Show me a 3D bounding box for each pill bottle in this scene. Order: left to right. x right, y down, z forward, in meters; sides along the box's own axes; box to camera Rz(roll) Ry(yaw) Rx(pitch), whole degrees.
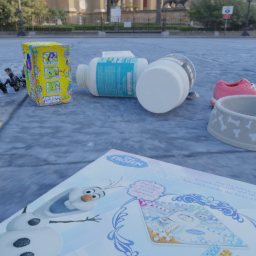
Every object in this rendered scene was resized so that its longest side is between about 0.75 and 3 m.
[{"bbox_3d":[-0.554,-1.865,10.300,2.530,1.401,1.401,2,21,6],"label":"pill bottle"},{"bbox_3d":[1.273,-1.486,9.081,1.573,1.573,2.764,7,22,17],"label":"pill bottle"}]

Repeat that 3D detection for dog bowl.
[{"bbox_3d":[3.281,-0.222,6.991,2.487,0.729,2.487,1,22,0],"label":"dog bowl"}]

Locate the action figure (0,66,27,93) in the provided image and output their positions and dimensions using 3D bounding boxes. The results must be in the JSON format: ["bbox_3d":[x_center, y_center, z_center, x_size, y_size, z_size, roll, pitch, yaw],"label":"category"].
[{"bbox_3d":[-4.491,-2.075,11.504,1.144,0.982,1.924,-8,21,11],"label":"action figure"}]

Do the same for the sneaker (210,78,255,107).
[{"bbox_3d":[3.779,-1.028,8.707,2.276,0.987,0.839,5,22,11],"label":"sneaker"}]

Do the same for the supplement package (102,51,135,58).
[{"bbox_3d":[-0.437,-2.577,12.187,1.316,1.367,2.403,-3,22,-4],"label":"supplement package"}]

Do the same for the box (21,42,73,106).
[{"bbox_3d":[-2.857,-1.984,9.873,1.217,1.922,1.996,-11,23,-27],"label":"box"}]

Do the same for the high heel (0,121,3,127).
[{"bbox_3d":[-3.798,0.011,6.651,0.967,0.485,1.357,23,39,33],"label":"high heel"}]

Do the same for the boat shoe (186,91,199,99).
[{"bbox_3d":[2.307,-1.200,10.189,0.257,0.281,0.781,25,-2,-22],"label":"boat shoe"}]

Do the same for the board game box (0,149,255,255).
[{"bbox_3d":[0.254,1.296,3.134,2.899,0.629,2.885,12,24,28],"label":"board game box"}]
